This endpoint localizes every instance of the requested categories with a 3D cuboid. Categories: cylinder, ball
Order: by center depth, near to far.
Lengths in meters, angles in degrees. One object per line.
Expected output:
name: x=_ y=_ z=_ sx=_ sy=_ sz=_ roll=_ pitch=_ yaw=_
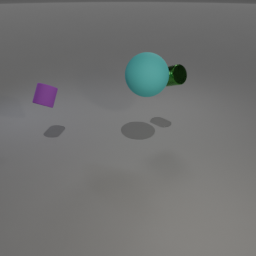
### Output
ball: x=0.598 y=-1.686 z=8.911 sx=1.400 sy=1.400 sz=1.400 roll=0 pitch=28 yaw=0
cylinder: x=-2.831 y=-1.113 z=9.578 sx=0.700 sy=0.700 sz=0.700 roll=15 pitch=0 yaw=0
cylinder: x=1.583 y=-1.836 z=9.841 sx=0.700 sy=0.700 sz=0.700 roll=-19 pitch=12 yaw=-31
